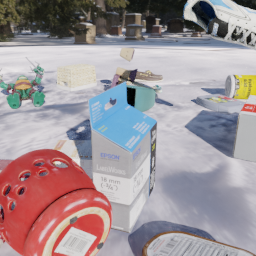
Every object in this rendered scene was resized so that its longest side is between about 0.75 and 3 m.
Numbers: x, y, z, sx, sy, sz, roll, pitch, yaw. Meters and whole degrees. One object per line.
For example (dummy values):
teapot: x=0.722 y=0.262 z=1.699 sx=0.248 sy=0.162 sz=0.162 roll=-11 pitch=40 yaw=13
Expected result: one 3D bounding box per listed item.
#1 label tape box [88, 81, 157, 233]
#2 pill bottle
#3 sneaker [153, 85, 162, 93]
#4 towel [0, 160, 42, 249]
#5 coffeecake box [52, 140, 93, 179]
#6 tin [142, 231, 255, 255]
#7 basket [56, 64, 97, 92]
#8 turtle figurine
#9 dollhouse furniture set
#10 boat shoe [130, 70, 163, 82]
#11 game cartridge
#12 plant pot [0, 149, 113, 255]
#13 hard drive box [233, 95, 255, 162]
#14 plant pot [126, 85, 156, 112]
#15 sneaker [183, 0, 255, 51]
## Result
label tape box: x=-0.003 y=0.393 z=4.646 sx=0.653 sy=2.063 sz=1.487 roll=7 pitch=21 yaw=19
pill bottle: x=5.238 y=-1.760 z=12.031 sx=1.886 sy=1.049 sz=1.049 roll=1 pitch=20 yaw=3
sneaker: x=1.347 y=-1.932 z=13.489 sx=0.319 sy=0.355 sz=0.822 roll=-15 pitch=25 yaw=-36
towel: x=-2.754 y=1.272 z=4.880 sx=1.895 sy=0.299 sz=2.631 roll=1 pitch=22 yaw=-4
coffeecake box: x=-0.994 y=0.667 z=6.191 sx=1.332 sy=0.487 sz=1.023 roll=1 pitch=20 yaw=2
tin: x=0.887 y=1.686 z=3.373 sx=1.576 sy=0.330 sz=0.883 roll=4 pitch=19 yaw=36
basket: x=-2.595 y=-2.607 z=14.226 sx=1.229 sy=1.118 sz=1.813 roll=16 pitch=25 yaw=35
turtle figurine: x=-4.376 y=-1.805 z=11.655 sx=2.094 sy=1.408 sz=2.797 roll=-23 pitch=43 yaw=-11
dollhouse furniture set: x=0.612 y=-2.431 z=13.002 sx=2.038 sy=2.275 sz=2.871 roll=18 pitch=19 yaw=3
boat shoe: x=0.990 y=-2.984 z=15.978 sx=2.072 sy=0.617 sz=0.744 roll=6 pitch=21 yaw=15
game cartridge: x=3.576 y=-0.967 z=10.922 sx=1.208 sy=0.371 sz=1.816 roll=-13 pitch=24 yaw=-22
plant pot: x=-0.963 y=1.117 z=3.741 sx=1.371 sy=1.371 sz=1.249 roll=-18 pitch=32 yaw=-40
hard drive box: x=4.284 y=0.123 z=6.746 sx=2.949 sy=1.133 sz=2.298 roll=10 pitch=22 yaw=26
plant pot: x=0.380 y=-1.116 z=10.541 sx=0.951 sy=0.951 sz=1.346 roll=18 pitch=21 yaw=41
sneaker: x=2.391 y=-2.166 z=6.105 sx=2.690 sy=0.967 sz=0.975 roll=38 pitch=70 yaw=25
